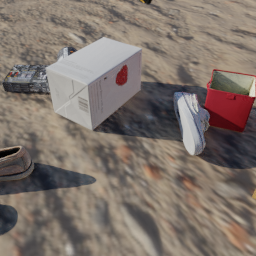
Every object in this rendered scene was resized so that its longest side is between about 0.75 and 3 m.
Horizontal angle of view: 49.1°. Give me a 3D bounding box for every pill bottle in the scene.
[{"bbox_3d":[-2.104,-2.188,10.119,0.894,0.894,1.683,-7,42,-8],"label":"pill bottle"}]

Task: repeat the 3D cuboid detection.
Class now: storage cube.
[{"bbox_3d":[2.950,-0.809,8.229,1.419,1.275,1.213,13,42,14],"label":"storage cube"}]

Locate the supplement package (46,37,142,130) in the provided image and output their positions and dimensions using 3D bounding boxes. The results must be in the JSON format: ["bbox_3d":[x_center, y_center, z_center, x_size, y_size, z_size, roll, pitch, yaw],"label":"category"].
[{"bbox_3d":[-0.913,-1.497,8.760,1.598,1.618,2.669,24,46,25],"label":"supplement package"}]

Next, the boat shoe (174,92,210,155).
[{"bbox_3d":[1.884,-0.228,7.911,0.831,0.910,2.530,-5,33,1],"label":"boat shoe"}]

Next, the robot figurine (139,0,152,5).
[{"bbox_3d":[0.636,-4.686,8.332,0.640,1.594,2.198,-13,8,-25],"label":"robot figurine"}]

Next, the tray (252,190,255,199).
[{"bbox_3d":[3.649,1.614,6.187,1.509,0.279,0.744,28,48,28],"label":"tray"}]

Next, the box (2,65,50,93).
[{"bbox_3d":[-3.442,-1.793,10.025,1.635,0.407,1.289,1,41,1],"label":"box"}]

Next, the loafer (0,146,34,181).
[{"bbox_3d":[-3.599,0.831,6.689,2.512,0.790,0.903,-6,41,-7],"label":"loafer"}]
